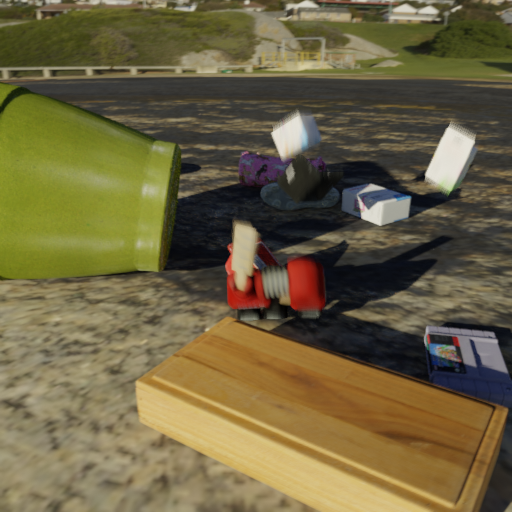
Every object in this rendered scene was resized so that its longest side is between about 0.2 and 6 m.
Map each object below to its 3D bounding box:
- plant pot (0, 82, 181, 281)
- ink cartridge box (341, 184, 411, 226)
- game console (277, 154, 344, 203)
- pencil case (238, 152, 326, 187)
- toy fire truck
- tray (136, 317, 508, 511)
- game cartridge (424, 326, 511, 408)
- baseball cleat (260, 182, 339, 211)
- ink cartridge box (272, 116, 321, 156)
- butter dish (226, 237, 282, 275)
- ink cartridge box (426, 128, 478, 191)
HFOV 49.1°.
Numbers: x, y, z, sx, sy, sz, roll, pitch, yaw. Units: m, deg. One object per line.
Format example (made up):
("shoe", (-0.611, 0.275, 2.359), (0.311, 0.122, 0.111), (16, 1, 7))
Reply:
("plant pot", (-3.133, -1.063, 9.817), (3.422, 3.554, 3.554), (8, 23, -5))
("ink cartridge box", (2.823, -1.241, 13.298), (0.965, 0.565, 1.335), (-15, 29, -31))
("game console", (1.029, -1.485, 10.707), (0.862, 0.981, 0.571), (45, 54, 3))
("pencil case", (0.685, -2.323, 15.375), (2.344, 1.014, 0.971), (8, -7, 18))
("toy fire truck", (0.231, 0.262, 8.013), (1.437, 1.050, 1.633), (-4, -16, 9))
("tray", (0.640, 1.747, 6.179), (3.635, 0.673, 1.793), (15, 28, 30))
("game cartridge", (2.789, 1.417, 7.471), (0.989, 0.293, 1.526), (8, 24, 9))
("baseball cleat", (1.023, -1.510, 13.978), (2.013, 0.702, 1.072), (5, 15, -13))
("ink cartridge box", (0.808, -2.481, 11.743), (0.875, 0.562, 0.548), (-24, -4, 40))
("butter dish", (-0.099, 0.297, 9.544), (1.043, 0.771, 1.040), (53, 31, 11))
("ink cartridge box", (3.442, -1.714, 9.771), (0.330, 0.981, 0.575), (-24, 53, -38))
